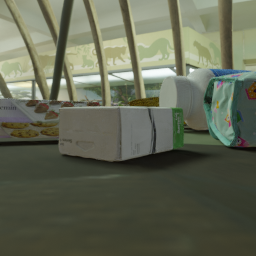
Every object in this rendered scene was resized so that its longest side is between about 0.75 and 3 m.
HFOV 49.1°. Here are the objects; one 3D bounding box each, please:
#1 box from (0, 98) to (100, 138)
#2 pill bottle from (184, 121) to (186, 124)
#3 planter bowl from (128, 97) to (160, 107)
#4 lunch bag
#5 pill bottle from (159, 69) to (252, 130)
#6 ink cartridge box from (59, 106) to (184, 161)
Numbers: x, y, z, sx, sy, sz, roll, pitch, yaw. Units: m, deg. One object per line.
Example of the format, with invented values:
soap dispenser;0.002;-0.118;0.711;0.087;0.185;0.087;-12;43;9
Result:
box;-1.696;-0.149;4.578;2.510;0.486;0.520;1;-35;-15
pill bottle;2.139;-0.606;8.967;2.032;1.059;1.059;8;0;-23
planter bowl;1.204;-0.726;12.573;2.382;0.992;2.382;-4;-3;0
lunch bag;2.038;-0.309;4.228;1.536;1.099;1.803;-1;8;3
pill bottle;2.409;-0.760;7.512;2.922;1.640;1.640;0;3;-14
ink cartridge box;-0.041;0.014;3.230;0.907;0.523;1.241;2;4;38
